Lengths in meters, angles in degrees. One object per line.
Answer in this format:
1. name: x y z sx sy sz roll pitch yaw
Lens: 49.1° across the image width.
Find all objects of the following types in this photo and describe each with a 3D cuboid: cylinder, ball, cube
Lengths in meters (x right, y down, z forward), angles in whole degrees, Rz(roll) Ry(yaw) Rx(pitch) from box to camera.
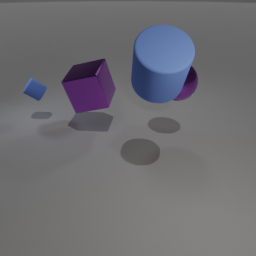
1. cylinder: -3.827 -1.579 11.522 0.700 0.700 0.700 30 16 -27
2. ball: 1.774 -1.665 9.946 1.400 1.400 1.400 0 28 0
3. cube: -1.433 -1.596 10.627 1.400 1.400 1.400 -8 36 17
4. cylinder: 0.804 -1.542 6.953 1.400 1.400 1.400 1 66 -2
